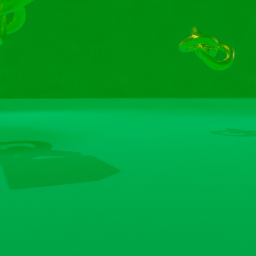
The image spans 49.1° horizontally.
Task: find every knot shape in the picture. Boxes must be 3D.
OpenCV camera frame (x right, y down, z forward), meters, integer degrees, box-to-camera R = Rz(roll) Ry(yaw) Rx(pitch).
[{"bbox_3d":[1.935,-2.087,7.179,1.450,0.670,1.357,19,26,-19],"label":"knot shape"},{"bbox_3d":[-2.253,-2.122,4.899,0.807,1.747,1.635,36,28,-22],"label":"knot shape"}]
